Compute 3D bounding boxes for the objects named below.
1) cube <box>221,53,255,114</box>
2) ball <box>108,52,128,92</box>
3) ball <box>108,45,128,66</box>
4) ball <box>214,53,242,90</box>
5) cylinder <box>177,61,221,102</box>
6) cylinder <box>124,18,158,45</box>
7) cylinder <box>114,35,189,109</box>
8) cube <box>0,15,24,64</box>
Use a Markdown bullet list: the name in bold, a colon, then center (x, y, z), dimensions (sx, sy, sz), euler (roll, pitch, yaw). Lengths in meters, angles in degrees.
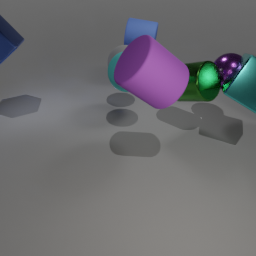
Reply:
- **cube**: center (4.067, -1.453, 9.128), dimensions (1.400, 1.400, 1.400), euler (32, 22, 3)
- **ball**: center (-0.004, -1.942, 9.687), dimensions (1.400, 1.400, 1.400), euler (0, 32, 0)
- **ball**: center (-0.137, -2.673, 11.480), dimensions (1.400, 1.400, 1.400), euler (0, 32, 0)
- **ball**: center (3.811, -2.096, 10.516), dimensions (1.400, 1.400, 1.400), euler (0, 32, 0)
- **cylinder**: center (2.385, -1.657, 10.140), dimensions (1.400, 1.400, 1.400), euler (-25, 19, -34)
- **cylinder**: center (0.628, -4.414, 13.360), dimensions (1.400, 1.400, 1.400), euler (11, 33, 4)
- **cylinder**: center (0.593, -1.398, 7.182), dimensions (1.400, 1.400, 1.400), euler (28, 17, -32)
- **cube**: center (-4.752, -3.035, 9.794), dimensions (1.400, 1.400, 1.400), euler (-37, 27, 13)
